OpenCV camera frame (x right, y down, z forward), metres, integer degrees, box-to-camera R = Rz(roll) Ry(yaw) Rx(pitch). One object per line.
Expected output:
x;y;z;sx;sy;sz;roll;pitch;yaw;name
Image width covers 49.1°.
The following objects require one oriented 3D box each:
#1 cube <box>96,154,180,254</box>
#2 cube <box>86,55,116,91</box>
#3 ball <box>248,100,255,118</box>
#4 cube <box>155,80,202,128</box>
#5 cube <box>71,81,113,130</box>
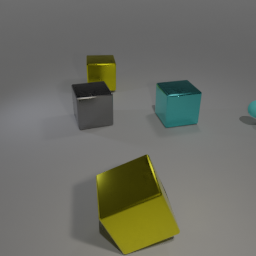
0.192;1.748;6.524;1.400;1.400;1.400;-23;31;4;cube
-1.353;-2.773;14.058;1.400;1.400;1.400;-3;32;-7;cube
5.068;-0.741;10.966;0.700;0.700;0.700;0;31;0;ball
1.996;-1.014;11.415;1.400;1.400;1.400;-7;31;-11;cube
-1.440;-0.938;11.317;1.400;1.400;1.400;-9;33;-15;cube
